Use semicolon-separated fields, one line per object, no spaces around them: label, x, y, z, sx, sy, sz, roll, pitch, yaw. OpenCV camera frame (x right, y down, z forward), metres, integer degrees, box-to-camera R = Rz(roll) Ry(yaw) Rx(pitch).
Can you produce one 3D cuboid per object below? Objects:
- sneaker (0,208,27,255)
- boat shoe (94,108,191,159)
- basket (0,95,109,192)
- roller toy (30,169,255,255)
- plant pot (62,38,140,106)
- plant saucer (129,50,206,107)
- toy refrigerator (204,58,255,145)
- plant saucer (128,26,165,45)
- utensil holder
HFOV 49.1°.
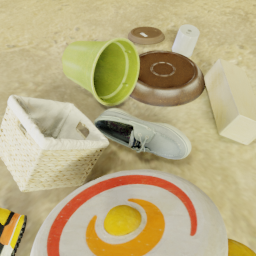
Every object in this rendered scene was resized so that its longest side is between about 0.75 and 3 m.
sneaker;-2.563;2.388;4.662;0.984;0.765;2.188;23;57;-7
boat shoe;0.254;0.233;6.676;2.427;0.847;0.864;22;31;23
basket;-1.692;0.328;6.051;1.705;1.371;1.690;6;30;-51
roller toy;0.099;1.942;3.996;2.625;2.011;2.878;-22;28;-17
plant pot;-0.934;-1.789;8.212;1.752;1.906;1.906;24;50;35
plant saucer;1.136;-1.791;9.221;2.875;0.461;2.875;1;45;-1
toy refrigerator;2.889;-0.784;7.811;0.947;0.873;2.495;19;44;-16
plant saucer;0.730;-3.707;11.129;1.492;0.220;1.492;0;41;0
utensil holder;2.079;-3.123;10.071;0.779;0.916;0.779;5;54;-7
